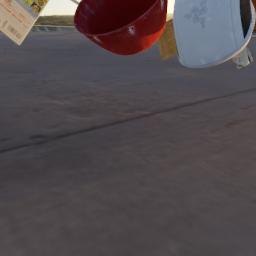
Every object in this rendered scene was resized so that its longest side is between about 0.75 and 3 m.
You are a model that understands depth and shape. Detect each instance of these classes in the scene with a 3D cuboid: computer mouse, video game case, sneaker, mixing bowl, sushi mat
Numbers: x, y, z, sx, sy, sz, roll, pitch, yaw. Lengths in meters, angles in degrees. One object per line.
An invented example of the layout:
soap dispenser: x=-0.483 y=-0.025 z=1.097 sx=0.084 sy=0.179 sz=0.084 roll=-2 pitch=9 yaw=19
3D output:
computer mouse: x=1.214 y=-2.136 z=3.974 sx=1.638 sy=0.655 sz=2.987 roll=-11 pitch=52 yaw=34
video game case: x=-3.100 y=-3.729 z=7.896 sx=0.200 sy=2.222 sz=1.591 roll=26 pitch=-8 yaw=37
sneaker: x=2.803 y=-1.822 z=7.009 sx=1.001 sy=0.403 sz=0.382 roll=30 pitch=30 yaw=-48
mixing bowl: x=0.024 y=-2.529 z=6.481 sx=2.256 sy=1.222 sz=2.256 roll=-14 pitch=54 yaw=20
sushi mat: x=1.378 y=-2.936 z=9.341 sx=0.793 sy=1.657 sz=0.100 roll=-20 pitch=60 yaw=6

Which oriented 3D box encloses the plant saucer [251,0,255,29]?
plant saucer: x=2.566 y=-3.032 z=5.597 sx=2.811 sy=2.811 sz=0.526 roll=4 pitch=61 yaw=9
